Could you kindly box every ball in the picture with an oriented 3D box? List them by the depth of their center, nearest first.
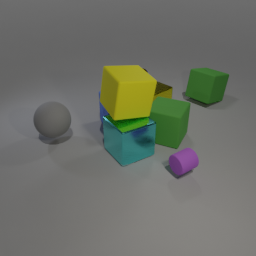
[{"bbox_3d":[-2.883,-0.321,10.710,1.400,1.400,1.400,0,31,0],"label":"ball"}]

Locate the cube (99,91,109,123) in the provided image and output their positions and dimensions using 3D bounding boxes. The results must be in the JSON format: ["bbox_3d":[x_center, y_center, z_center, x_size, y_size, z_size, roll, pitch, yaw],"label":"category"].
[{"bbox_3d":[-0.363,-0.775,11.903,1.400,1.400,1.400,-11,32,-17],"label":"cube"}]

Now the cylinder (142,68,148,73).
[{"bbox_3d":[0.728,-3.058,16.056,0.700,0.700,0.700,-7,12,-11],"label":"cylinder"}]

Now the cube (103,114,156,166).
[{"bbox_3d":[0.038,0.281,10.165,1.400,1.400,1.400,-18,35,-27],"label":"cube"}]

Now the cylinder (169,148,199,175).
[{"bbox_3d":[1.801,1.079,9.075,0.700,0.700,0.700,-21,37,-26],"label":"cylinder"}]

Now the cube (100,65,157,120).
[{"bbox_3d":[-0.043,-1.262,9.731,1.400,1.400,1.400,-7,36,-26],"label":"cube"}]

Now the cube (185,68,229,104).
[{"bbox_3d":[3.943,-2.145,14.007,1.400,1.400,1.400,-14,32,-41],"label":"cube"}]

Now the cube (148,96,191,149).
[{"bbox_3d":[1.547,-0.251,11.056,1.400,1.400,1.400,14,34,22],"label":"cube"}]

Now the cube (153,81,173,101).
[{"bbox_3d":[1.010,-1.234,12.688,1.400,1.400,1.400,-25,39,-35],"label":"cube"}]
